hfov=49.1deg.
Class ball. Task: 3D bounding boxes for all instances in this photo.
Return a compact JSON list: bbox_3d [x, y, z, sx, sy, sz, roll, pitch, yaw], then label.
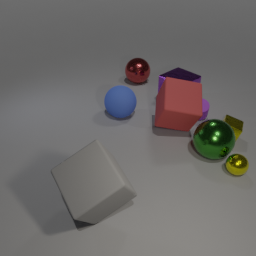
[{"bbox_3d":[3.513,1.174,9.007,0.700,0.700,0.700,0,32,0],"label":"ball"},{"bbox_3d":[0.532,-3.145,15.393,1.400,1.400,1.400,0,32,0],"label":"ball"},{"bbox_3d":[-0.327,-1.139,12.132,1.400,1.400,1.400,0,32,0],"label":"ball"},{"bbox_3d":[2.957,0.384,9.646,1.400,1.400,1.400,0,32,0],"label":"ball"}]

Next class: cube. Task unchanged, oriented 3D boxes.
[{"bbox_3d":[2.370,-1.818,13.098,1.400,1.400,1.400,-28,44,-33],"label":"cube"},{"bbox_3d":[1.878,-0.861,10.572,1.400,1.400,1.400,9,64,-6],"label":"cube"},{"bbox_3d":[-0.822,1.407,7.121,1.400,1.400,1.400,-34,63,-1],"label":"cube"},{"bbox_3d":[3.881,0.050,10.650,0.700,0.700,0.700,25,41,8],"label":"cube"}]

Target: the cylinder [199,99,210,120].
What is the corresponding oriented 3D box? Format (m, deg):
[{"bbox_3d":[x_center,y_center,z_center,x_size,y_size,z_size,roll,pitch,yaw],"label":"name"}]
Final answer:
[{"bbox_3d":[3.091,-0.793,11.983,0.700,0.700,0.700,-3,63,6],"label":"cylinder"}]
